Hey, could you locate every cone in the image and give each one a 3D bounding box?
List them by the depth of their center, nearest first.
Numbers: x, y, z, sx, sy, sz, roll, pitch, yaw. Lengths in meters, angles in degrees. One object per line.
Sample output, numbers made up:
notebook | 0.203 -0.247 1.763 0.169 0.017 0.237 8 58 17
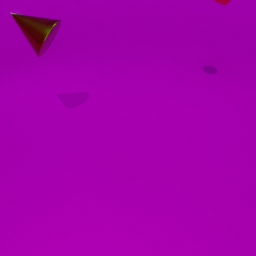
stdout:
cone | -2.653 -2.764 7.616 1.194 1.190 1.190 32 31 -13

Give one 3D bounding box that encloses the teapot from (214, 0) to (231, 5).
teapot | 3.129 -4.535 9.280 0.660 0.839 1.349 3 17 1
